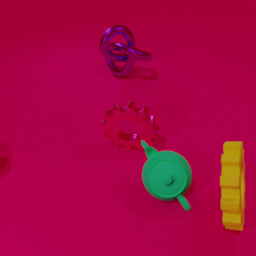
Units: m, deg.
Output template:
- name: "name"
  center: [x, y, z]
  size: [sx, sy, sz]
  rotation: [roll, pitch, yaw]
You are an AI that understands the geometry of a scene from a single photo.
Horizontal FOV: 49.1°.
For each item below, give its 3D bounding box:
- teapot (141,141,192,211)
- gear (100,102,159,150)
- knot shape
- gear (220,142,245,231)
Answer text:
- name: "teapot"
  center: [0.753, 0.935, 5.644]
  size: [1.024, 0.807, 1.648]
  rotation: [-34, 85, 5]
- name: "gear"
  center: [0.042, -0.011, 6.564]
  size: [1.338, 1.338, 0.247]
  rotation: [6, 45, 7]
- name: "knot shape"
  center: [-0.021, -2.403, 9.034]
  size: [1.670, 1.785, 0.825]
  rotation: [9, 61, 5]
- name: "gear"
  center: [1.957, 1.038, 5.158]
  size: [0.288, 1.556, 1.556]
  rotation: [-1, 37, 26]
